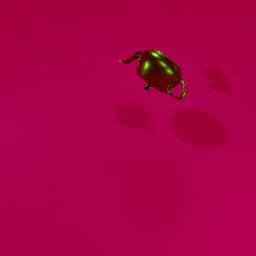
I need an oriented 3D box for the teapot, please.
[{"bbox_3d":[0.542,-1.140,5.784,1.606,0.786,0.998,40,11,14],"label":"teapot"}]
